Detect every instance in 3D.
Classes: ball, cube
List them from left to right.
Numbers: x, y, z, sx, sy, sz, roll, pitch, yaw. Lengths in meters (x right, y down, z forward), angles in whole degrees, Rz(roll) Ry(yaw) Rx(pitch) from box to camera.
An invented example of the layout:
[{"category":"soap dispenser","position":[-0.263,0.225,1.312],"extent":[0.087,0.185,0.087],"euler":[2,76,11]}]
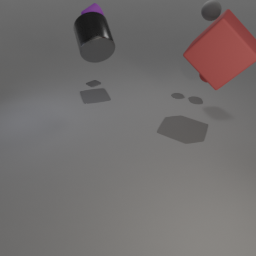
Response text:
[{"category":"ball","position":[2.981,-4.204,10.025],"extent":[0.700,0.700,0.700],"euler":[0,31,0]},{"category":"cube","position":[2.645,-2.203,7.867],"extent":[1.400,1.400,1.400],"euler":[45,38,-6]}]

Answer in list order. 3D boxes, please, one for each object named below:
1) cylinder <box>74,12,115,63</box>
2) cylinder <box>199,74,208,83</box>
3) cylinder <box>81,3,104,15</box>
[{"category":"cylinder","position":[-1.339,-3.574,11.095],"extent":[1.400,1.400,1.400],"euler":[-10,64,-16]},{"category":"cylinder","position":[3.510,-2.416,12.046],"extent":[0.700,0.700,0.700],"euler":[1,72,-4]},{"category":"cylinder","position":[-1.505,-4.800,11.892],"extent":[0.700,0.700,0.700],"euler":[-40,44,-14]}]
